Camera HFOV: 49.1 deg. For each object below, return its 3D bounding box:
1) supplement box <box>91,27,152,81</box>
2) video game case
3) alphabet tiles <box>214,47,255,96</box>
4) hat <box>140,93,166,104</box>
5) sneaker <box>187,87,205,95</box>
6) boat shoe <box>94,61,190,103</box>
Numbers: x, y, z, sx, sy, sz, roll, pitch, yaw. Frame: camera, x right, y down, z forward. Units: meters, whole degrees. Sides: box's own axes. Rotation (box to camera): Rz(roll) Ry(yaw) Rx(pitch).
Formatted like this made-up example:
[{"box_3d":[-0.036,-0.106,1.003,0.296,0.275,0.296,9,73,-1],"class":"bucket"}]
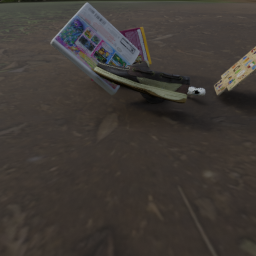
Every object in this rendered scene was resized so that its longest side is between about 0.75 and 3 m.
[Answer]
[{"box_3d":[-0.399,-2.932,11.093,1.252,1.588,2.426,2,22,45],"class":"supplement box"},{"box_3d":[-0.952,-2.657,9.323,0.296,2.495,2.271,-27,30,51],"class":"video game case"},{"box_3d":[3.804,-1.987,9.162,0.073,2.317,1.928,44,24,-9],"class":"alphabet tiles"},{"box_3d":[0.908,-1.265,9.211,1.011,0.408,1.011,9,53,-13],"class":"hat"},{"box_3d":[2.161,-1.202,9.288,0.756,0.284,0.307,7,20,44],"class":"sneaker"},{"box_3d":[0.437,-1.538,8.362,2.882,0.934,1.055,18,5,1],"class":"boat shoe"}]
